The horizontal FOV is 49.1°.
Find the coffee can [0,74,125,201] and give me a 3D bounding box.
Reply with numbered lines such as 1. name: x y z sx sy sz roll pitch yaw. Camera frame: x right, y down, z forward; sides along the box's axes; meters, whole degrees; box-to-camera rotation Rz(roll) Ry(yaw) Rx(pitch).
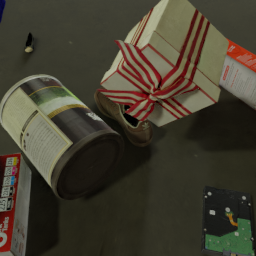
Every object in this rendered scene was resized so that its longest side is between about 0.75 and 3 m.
1. coffee can: -1.766 0.164 7.316 2.048 2.048 2.799 -34 58 -25

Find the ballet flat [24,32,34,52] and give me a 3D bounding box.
1. ballet flat: -4.094 -3.509 11.547 0.390 0.334 1.175 -8 50 -7

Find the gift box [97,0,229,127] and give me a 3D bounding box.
1. gift box: 0.530 -1.159 5.160 1.887 1.742 1.762 31 59 -16

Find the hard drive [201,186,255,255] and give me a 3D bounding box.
1. hard drive: 2.361 2.248 6.710 1.142 0.309 1.634 8 50 7

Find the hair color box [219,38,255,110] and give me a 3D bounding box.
1. hair color box: 3.752 -1.939 9.582 0.795 1.319 2.598 -30 57 -22

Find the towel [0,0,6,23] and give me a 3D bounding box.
1. towel: -2.507 -2.263 5.312 0.220 0.655 0.887 13 12 -18

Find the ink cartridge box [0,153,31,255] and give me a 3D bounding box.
1. ink cartridge box: -3.501 1.948 6.502 2.114 1.010 2.408 -8 51 -5

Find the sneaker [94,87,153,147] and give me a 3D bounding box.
1. sneaker: -0.134 -0.653 8.680 0.964 1.034 2.737 -30 56 -23
